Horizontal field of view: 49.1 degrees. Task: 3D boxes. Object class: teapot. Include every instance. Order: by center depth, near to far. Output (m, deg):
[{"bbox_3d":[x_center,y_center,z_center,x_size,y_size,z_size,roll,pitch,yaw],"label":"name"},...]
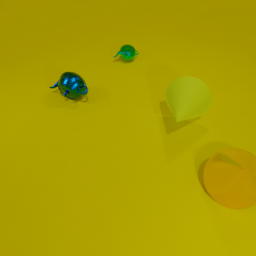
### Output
[{"bbox_3d":[-2.014,-1.413,9.677,1.652,1.027,0.809,17,62,30],"label":"teapot"},{"bbox_3d":[-0.056,-3.098,11.669,1.138,0.557,0.708,-10,63,-25],"label":"teapot"}]

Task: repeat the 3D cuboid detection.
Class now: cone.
[{"bbox_3d":[2.472,1.012,6.219,1.496,1.502,1.496,-4,73,12],"label":"cone"},{"bbox_3d":[1.595,-0.552,8.123,1.441,1.441,1.446,15,38,16],"label":"cone"}]
